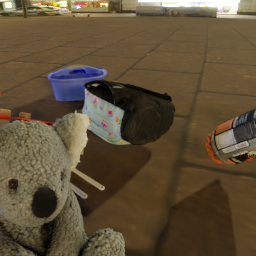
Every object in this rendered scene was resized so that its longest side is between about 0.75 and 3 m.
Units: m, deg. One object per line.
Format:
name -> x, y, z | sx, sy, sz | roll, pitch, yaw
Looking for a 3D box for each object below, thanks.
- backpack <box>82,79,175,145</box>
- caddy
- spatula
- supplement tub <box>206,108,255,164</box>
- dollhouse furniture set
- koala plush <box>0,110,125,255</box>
backpack -> -0.214, -0.443, 7.392 | 2.367, 1.498, 1.975 | 25, 20, 37
caddy -> -1.863, -1.807, 10.530 | 2.200, 1.155, 1.555 | -5, 27, -5
spatula -> -1.303, 1.092, 5.861 | 1.565, 0.126, 1.088 | 22, 32, 37
supplement tub -> 2.378, 0.201, 5.689 | 0.928, 0.928, 1.515 | -19, -8, -34
dollhouse furniture set -> -2.280, -0.148, 6.249 | 2.126, 1.095, 2.103 | 9, 0, 33
koala plush -> -1.288, 0.905, 3.607 | 2.002, 2.257, 2.075 | -10, 21, -28
